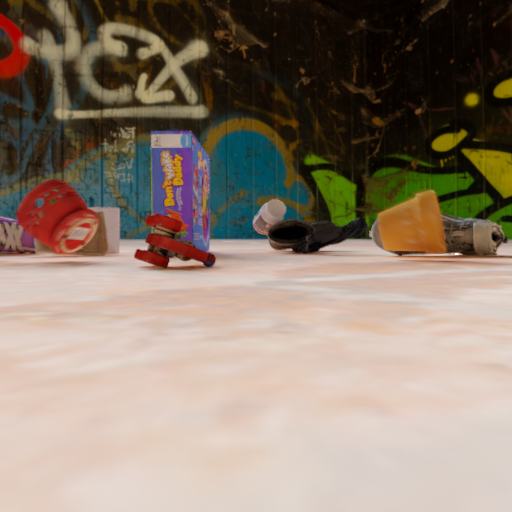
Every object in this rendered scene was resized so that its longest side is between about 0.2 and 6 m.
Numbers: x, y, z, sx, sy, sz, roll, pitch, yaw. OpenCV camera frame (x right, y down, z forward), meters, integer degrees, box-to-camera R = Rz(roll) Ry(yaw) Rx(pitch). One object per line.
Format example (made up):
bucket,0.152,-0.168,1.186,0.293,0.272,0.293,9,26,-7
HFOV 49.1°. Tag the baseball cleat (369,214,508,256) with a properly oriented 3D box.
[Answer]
baseball cleat,3.880,-0.505,11.505,2.966,1.034,1.579,-2,3,-26

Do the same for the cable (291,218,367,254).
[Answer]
cable,1.742,-0.396,12.951,1.809,0.460,1.476,-22,-6,-13

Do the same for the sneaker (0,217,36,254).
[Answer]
sneaker,-5.638,-0.515,12.194,1.656,1.053,2.904,4,3,14

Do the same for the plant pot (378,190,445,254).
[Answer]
plant pot,2.676,-0.508,9.713,0.981,1.072,1.072,-11,-2,22

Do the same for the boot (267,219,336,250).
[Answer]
boot,1.249,-0.612,14.427,2.107,0.841,2.317,-14,-9,-4

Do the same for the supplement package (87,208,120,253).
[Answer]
supplement package,-3.922,-0.592,13.048,1.377,1.073,0.764,-1,2,-21

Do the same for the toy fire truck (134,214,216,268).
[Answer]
toy fire truck,-1.061,-0.112,7.631,0.977,0.653,1.164,19,-4,-22

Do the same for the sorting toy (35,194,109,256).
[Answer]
sorting toy,-4.001,-0.693,12.070,1.436,0.286,1.943,0,46,-22

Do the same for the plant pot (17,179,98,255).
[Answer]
plant pot,-3.270,-0.595,9.345,0.949,1.042,1.042,42,16,16

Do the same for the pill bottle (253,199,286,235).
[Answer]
pill bottle,0.349,-1.003,14.333,0.615,0.615,1.062,-1,-19,-18

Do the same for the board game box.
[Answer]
board game box,-1.650,-1.300,12.923,0.832,2.499,3.717,0,2,1
